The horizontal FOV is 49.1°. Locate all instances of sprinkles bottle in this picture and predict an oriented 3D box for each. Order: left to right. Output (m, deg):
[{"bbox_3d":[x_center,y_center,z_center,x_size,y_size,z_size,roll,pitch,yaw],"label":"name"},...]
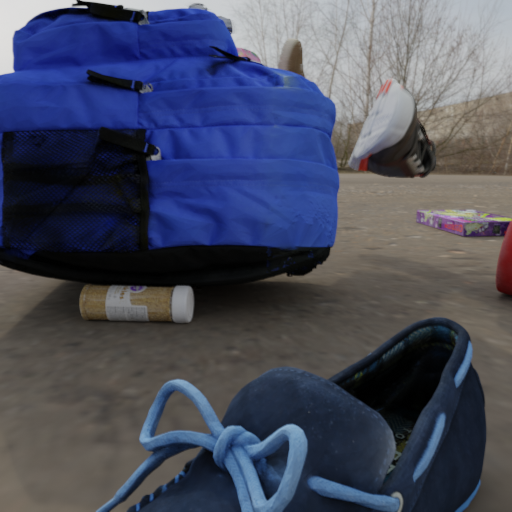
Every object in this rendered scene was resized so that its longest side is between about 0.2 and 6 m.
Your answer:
[{"bbox_3d":[-1.348,0.543,6.370,1.232,0.421,0.421,1,11,5],"label":"sprinkles bottle"}]

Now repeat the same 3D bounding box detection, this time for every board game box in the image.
[{"bbox_3d":[5.305,-0.850,13.995,1.640,0.441,2.732,3,10,-7],"label":"board game box"}]

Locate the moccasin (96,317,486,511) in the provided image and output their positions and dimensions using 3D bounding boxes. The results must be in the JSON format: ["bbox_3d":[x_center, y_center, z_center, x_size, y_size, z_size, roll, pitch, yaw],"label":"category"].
[{"bbox_3d":[0.100,0.947,2.475,1.234,1.046,3.068,8,13,36],"label":"moccasin"}]

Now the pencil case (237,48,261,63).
[{"bbox_3d":[-0.315,-3.388,11.291,1.109,1.109,2.536,-1,36,-6],"label":"pencil case"}]

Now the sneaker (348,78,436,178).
[{"bbox_3d":[2.287,-1.800,8.664,1.300,1.224,3.175,23,7,4],"label":"sneaker"}]

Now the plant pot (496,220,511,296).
[{"bbox_3d":[3.755,0.074,7.210,1.010,1.109,1.109,18,19,33],"label":"plant pot"}]

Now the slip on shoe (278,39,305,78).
[{"bbox_3d":[0.900,-3.377,11.949,0.708,2.338,0.889,12,23,22],"label":"slip on shoe"}]

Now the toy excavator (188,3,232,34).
[{"bbox_3d":[-1.374,-3.573,9.728,1.571,1.616,0.807,32,-20,15],"label":"toy excavator"}]

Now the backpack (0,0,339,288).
[{"bbox_3d":[-0.983,-1.244,7.188,4.129,3.465,3.355,3,4,2],"label":"backpack"}]
